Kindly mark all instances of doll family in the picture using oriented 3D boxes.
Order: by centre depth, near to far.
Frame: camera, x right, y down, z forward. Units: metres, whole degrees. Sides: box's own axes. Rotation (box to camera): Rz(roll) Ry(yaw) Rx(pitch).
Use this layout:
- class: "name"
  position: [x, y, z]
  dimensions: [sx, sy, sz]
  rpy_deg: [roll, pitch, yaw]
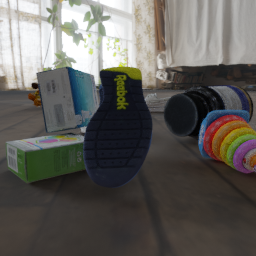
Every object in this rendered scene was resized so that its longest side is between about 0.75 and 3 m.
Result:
- class: "doll family"
  position: [-4.260, -1.497, 14.851]
  dimensions: [1.741, 1.264, 2.805]
  rpy_deg: [0, 24, -46]

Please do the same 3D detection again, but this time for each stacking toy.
- class: "stacking toy"
  position: [1.818, 0.376, 4.345]
  dimensions: [0.865, 0.915, 1.576]
  rpy_deg: [-2, 24, -12]

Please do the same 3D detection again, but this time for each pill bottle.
- class: "pill bottle"
  position: [2.024, -0.417, 7.026]
  dimensions: [2.309, 1.291, 1.291]
  rpy_deg: [-9, 13, -40]

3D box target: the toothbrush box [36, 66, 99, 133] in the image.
- class: "toothbrush box"
  position: [-1.066, -0.529, 5.429]
  dimensions: [0.627, 1.077, 1.471]
  rpy_deg: [-8, 4, 12]

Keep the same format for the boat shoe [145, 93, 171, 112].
- class: "boat shoe"
  position: [1.217, -1.224, 13.236]
  dimensions: [2.592, 0.847, 0.954]
  rpy_deg: [0, 9, 3]

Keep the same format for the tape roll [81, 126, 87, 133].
- class: "tape roll"
  position: [-0.645, -0.150, 7.615]
  dimensions: [1.305, 0.456, 1.305]
  rpy_deg: [-3, 5, 0]

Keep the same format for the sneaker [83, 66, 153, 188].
- class: "sneaker"
  position: [-0.102, -0.001, 4.226]
  dimensions: [0.883, 0.983, 2.389]
  rpy_deg: [4, 41, 2]

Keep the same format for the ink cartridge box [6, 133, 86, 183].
- class: "ink cartridge box"
  position: [-1.044, 0.398, 4.615]
  dimensions: [1.622, 0.481, 0.842]
  rpy_deg: [-8, 12, -39]
